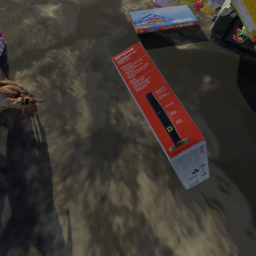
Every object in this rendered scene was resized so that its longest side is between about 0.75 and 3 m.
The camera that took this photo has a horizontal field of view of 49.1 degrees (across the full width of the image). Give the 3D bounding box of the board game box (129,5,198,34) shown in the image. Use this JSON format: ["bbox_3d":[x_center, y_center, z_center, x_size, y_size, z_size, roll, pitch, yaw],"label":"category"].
[{"bbox_3d":[1.231,-3.863,9.895,2.212,0.215,1.139,-11,52,-8],"label":"board game box"}]

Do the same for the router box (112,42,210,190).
[{"bbox_3d":[0.540,-0.068,4.055,0.442,1.808,1.623,-30,63,4],"label":"router box"}]

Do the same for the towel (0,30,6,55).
[{"bbox_3d":[-5.055,-1.929,8.263,2.146,0.439,2.932,0,52,1],"label":"towel"}]

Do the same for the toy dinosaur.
[{"bbox_3d":[-2.947,-0.844,7.207,1.416,0.897,2.090,-9,41,-16],"label":"toy dinosaur"}]

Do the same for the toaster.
[{"bbox_3d":[3.698,-3.108,8.537,2.330,1.324,1.505,23,52,1],"label":"toaster"}]

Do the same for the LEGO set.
[{"bbox_3d":[1.775,-2.235,5.503,2.827,1.052,1.301,26,75,-15],"label":"LEGO set"}]
